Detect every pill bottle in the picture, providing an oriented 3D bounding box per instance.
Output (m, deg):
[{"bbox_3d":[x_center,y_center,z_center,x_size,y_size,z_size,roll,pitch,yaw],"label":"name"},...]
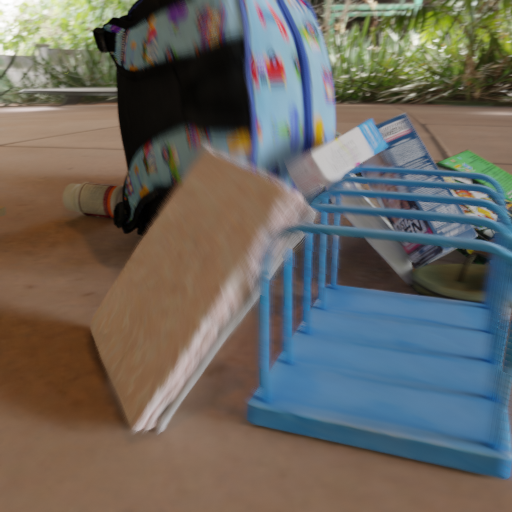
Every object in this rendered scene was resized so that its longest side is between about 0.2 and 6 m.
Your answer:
[{"bbox_3d":[-3.142,-1.106,11.075,1.230,0.674,0.674,7,20,19],"label":"pill bottle"}]

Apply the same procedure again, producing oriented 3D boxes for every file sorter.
[{"bbox_3d":[1.341,0.265,5.325,2.002,1.770,2.885,6,20,19],"label":"file sorter"}]

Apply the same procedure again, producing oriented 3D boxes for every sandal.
[{"bbox_3d":[3.432,0.038,6.877,3.006,0.858,1.194,-9,13,27],"label":"sandal"}]

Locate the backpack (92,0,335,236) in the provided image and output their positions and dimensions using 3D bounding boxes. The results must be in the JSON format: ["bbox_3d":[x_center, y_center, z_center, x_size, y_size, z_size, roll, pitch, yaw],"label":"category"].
[{"bbox_3d":[-0.384,-2.171,8.300,2.964,4.022,4.406,-7,7,-28],"label":"backpack"}]

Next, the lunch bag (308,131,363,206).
[{"bbox_3d":[0.939,-2.145,12.265,2.270,1.886,2.707,6,18,-20],"label":"lunch bag"}]

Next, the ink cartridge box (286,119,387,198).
[{"bbox_3d":[0.814,-1.055,6.334,1.156,0.392,0.665,-33,5,-22],"label":"ink cartridge box"}]

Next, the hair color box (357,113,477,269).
[{"bbox_3d":[1.981,-0.803,7.211,0.542,1.791,0.896,-24,-11,-13],"label":"hair color box"}]

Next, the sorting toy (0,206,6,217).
[{"bbox_3d":[-5.394,-0.412,9.160,1.653,0.580,3.428,7,19,20],"label":"sorting toy"}]

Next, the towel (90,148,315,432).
[{"bbox_3d":[-0.675,0.159,5.335,0.378,2.348,2.242,34,1,-32],"label":"towel"}]

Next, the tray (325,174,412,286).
[{"bbox_3d":[1.720,-0.745,8.807,0.353,1.710,3.185,-40,12,15],"label":"tray"}]

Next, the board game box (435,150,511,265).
[{"bbox_3d":[3.856,-0.901,9.541,2.125,0.476,4.056,36,33,22],"label":"board game box"}]
